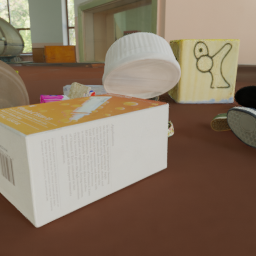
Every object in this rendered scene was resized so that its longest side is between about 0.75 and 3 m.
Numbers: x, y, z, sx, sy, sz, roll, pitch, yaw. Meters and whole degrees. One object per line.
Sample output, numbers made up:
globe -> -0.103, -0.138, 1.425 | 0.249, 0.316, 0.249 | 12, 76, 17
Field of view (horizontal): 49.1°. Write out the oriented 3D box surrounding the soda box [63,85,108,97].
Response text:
soda box -> -2.063, -1.739, 13.748 | 2.082, 0.661, 0.711 | 1, 16, 3

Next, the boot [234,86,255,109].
boot -> 5.166, -1.019, 10.752 | 2.514, 0.946, 1.879 | 12, 21, 36

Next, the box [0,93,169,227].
box -> -0.857, 0.291, 5.356 | 2.958, 1.442, 1.840 | -15, 22, -42

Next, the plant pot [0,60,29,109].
plant pot -> -3.260, -0.147, 6.124 | 2.362, 2.362, 2.060 | -8, 37, -26

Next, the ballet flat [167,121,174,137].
ballet flat -> 0.801, 0.112, 7.753 | 0.550, 0.465, 1.454 | 12, 21, 33

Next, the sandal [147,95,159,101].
sandal -> 0.853, -1.788, 11.765 | 1.196, 0.799, 2.927 | 3, 50, 30

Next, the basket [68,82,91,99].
basket -> -2.025, -1.377, 11.469 | 0.687, 0.846, 0.854 | 18, 0, -22

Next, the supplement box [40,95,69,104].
supplement box -> -2.295, -0.503, 9.045 | 0.890, 0.908, 1.758 | -2, 17, -23

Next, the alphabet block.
alphabet block -> 3.470, -2.806, 13.527 | 2.750, 2.816, 2.765 | 0, 16, -4

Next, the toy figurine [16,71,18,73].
toy figurine -> -6.876, -2.238, 14.152 | 2.953, 1.558, 1.769 | -4, 11, -15

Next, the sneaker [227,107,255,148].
sneaker -> 4.032, -0.077, 7.178 | 1.838, 0.967, 2.544 | -22, 35, -28

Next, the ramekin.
ramekin -> 0.393, -2.083, 9.562 | 2.649, 1.234, 2.649 | -6, -22, -2

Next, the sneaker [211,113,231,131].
sneaker -> 3.479, -0.217, 8.624 | 1.733, 0.581, 0.778 | 3, 21, 21
